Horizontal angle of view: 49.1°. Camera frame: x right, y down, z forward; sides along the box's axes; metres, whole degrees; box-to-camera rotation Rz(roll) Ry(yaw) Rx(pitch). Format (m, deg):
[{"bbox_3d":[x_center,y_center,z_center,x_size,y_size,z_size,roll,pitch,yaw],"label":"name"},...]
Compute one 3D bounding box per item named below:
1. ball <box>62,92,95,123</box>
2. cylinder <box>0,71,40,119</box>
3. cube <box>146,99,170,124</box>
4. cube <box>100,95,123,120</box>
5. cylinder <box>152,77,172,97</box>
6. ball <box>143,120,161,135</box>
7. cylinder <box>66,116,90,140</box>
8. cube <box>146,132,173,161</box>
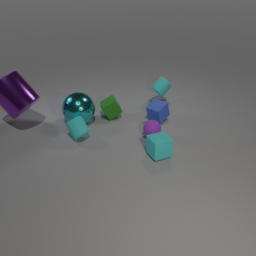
[{"bbox_3d":[-2.096,-0.815,11.883,1.400,1.400,1.400,0,30,0],"label":"ball"},{"bbox_3d":[-4.536,-1.322,11.238,1.400,1.400,1.400,-38,12,10],"label":"cylinder"},{"bbox_3d":[1.305,-0.734,12.201,0.700,0.700,0.700,23,54,37],"label":"cube"},{"bbox_3d":[-0.750,-0.919,12.421,0.700,0.700,0.700,-31,32,5],"label":"cube"},{"bbox_3d":[1.617,-1.989,13.477,0.700,0.700,0.700,-48,38,5],"label":"cylinder"},{"bbox_3d":[0.949,0.028,10.996,0.700,0.700,0.700,0,30,0],"label":"ball"},{"bbox_3d":[-1.948,-0.007,10.886,0.700,0.700,0.700,-31,-2,-1],"label":"cylinder"},{"bbox_3d":[1.103,0.633,9.925,0.700,0.700,0.700,-12,28,-21],"label":"cube"}]
